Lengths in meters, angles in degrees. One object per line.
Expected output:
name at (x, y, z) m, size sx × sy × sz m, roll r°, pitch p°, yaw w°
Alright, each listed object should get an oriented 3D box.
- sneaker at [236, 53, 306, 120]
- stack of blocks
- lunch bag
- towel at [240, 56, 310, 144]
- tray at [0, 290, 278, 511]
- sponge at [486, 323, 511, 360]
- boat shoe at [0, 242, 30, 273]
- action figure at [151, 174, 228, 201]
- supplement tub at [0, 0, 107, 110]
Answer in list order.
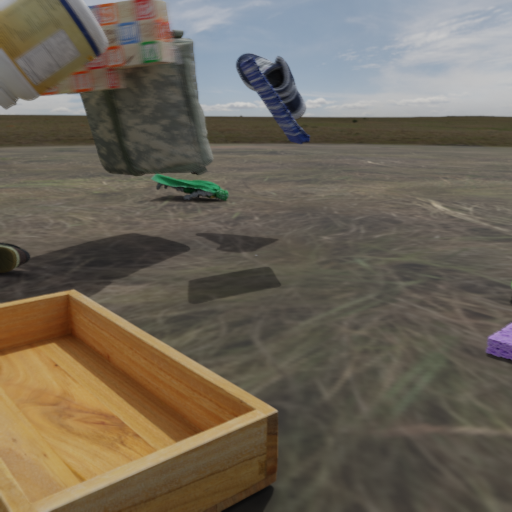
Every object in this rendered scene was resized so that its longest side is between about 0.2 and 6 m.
sneaker at (0.173, -4.080, 12.455) m, size 2.313 × 0.811 × 1.255 m, roll 50°, pitch 4°, yaw 27°
stack of blocks at (-2.643, -3.536, 9.601) m, size 2.309 × 1.329 × 0.676 m, roll -3°, pitch 17°, yaw 11°
lunch bag at (-2.049, -3.001, 11.176) m, size 2.290 × 2.730 × 1.902 m, roll 9°, pitch 31°, yaw 33°
towel at (0.300, -2.604, 9.485) m, size 0.197 × 1.655 × 1.198 m, roll -36°, pitch 15°, yaw 2°
tray at (-1.629, 1.137, 4.638) m, size 1.730 × 0.650 × 3.508 m, roll -11°, pitch 19°, yaw -38°
sponge at (3.240, 0.930, 6.311) m, size 1.337 × 0.199 × 0.746 m, roll -13°, pitch 19°, yaw -42°
boat shoe at (-4.469, 0.007, 9.377) m, size 1.538 × 0.550 × 0.506 m, roll 5°, pitch 4°, yaw 24°
action figure at (-1.903, -2.049, 17.177) m, size 2.310 × 0.632 × 1.364 m, roll 13°, pitch 17°, yaw 20°
supplement tub at (-3.111, -2.963, 7.765) m, size 1.739 × 1.256 × 1.256 m, roll -36°, pitch 21°, yaw -5°
